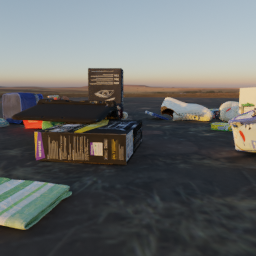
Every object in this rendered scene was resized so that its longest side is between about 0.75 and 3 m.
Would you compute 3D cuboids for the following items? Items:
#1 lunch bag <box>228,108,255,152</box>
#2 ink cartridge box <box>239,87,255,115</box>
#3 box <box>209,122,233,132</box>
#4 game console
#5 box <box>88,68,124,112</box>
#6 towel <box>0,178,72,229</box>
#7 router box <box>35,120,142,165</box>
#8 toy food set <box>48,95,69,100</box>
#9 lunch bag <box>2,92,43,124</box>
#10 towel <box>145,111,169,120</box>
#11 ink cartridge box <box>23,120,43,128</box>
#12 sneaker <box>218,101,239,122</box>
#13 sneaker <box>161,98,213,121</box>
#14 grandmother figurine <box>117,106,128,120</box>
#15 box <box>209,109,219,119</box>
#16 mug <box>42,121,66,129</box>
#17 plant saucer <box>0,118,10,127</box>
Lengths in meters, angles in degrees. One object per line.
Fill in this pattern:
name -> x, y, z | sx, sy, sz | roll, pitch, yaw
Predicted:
lunch bag -> 3.850, -0.198, 6.583 | 2.782, 1.051, 2.229 | -16, 0, -5
ink cartridge box -> 4.358, -0.583, 9.580 | 1.194, 1.634, 0.689 | -7, 11, -42
box -> 3.675, -0.048, 10.789 | 1.071, 0.259, 0.629 | 8, 12, 33
game console -> -1.673, -0.076, 8.524 | 2.584, 2.272, 1.504 | 3, 52, 14
box -> -1.322, -2.233, 17.114 | 2.056, 2.778, 1.449 | 2, 8, 4
towel -> -1.763, 0.976, 3.832 | 1.637, 0.191, 1.249 | 3, 9, 14
router box -> -0.796, 0.245, 7.119 | 2.048, 0.680, 2.605 | 2, 8, 11
toy food set -> -2.410, -0.867, 10.596 | 0.434, 1.329, 0.782 | -40, -14, 20
lunch bag -> -4.764, -0.958, 13.077 | 2.050, 1.393, 1.357 | 7, 11, 40
towel -> 1.480, -0.637, 14.584 | 0.939, 0.152, 1.279 | 18, 4, -19
ink cartridge box -> -3.384, -0.515, 11.288 | 1.177, 0.681, 2.026 | -1, 22, 32
sneaker -> 5.647, -0.770, 13.170 | 2.805, 0.988, 1.311 | 0, 2, -21
sneaker -> 2.816, -0.632, 13.727 | 2.545, 0.926, 1.077 | 17, 59, 21
grandmother figurine -> -0.437, -0.545, 12.266 | 0.394, 0.788, 1.300 | 29, 16, 28
box -> 5.442, -0.812, 15.517 | 2.237, 0.422, 1.528 | -2, 8, -12
mug -> -2.127, -0.030, 8.470 | 0.646, 0.859, 1.046 | 25, 28, 32
plant saucer -> -6.128, -0.211, 11.882 | 2.026, 0.278, 2.026 | 0, 7, 0
